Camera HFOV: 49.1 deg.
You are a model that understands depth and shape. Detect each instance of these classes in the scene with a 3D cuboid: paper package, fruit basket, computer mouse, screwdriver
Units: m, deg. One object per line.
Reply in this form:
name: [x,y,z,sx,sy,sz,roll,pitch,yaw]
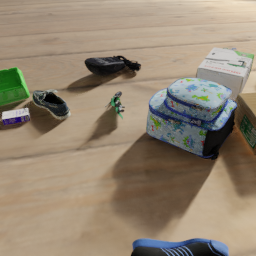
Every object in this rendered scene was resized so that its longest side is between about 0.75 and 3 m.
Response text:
paper package: [4.645,-0.208,8.974,2.021,1.097,2.121,-2,37,-3]
fruit basket: [-5.016,-1.589,10.992,2.052,1.480,2.052,-21,-3,-1]
computer mouse: [-0.831,-2.831,13.029,2.602,0.686,1.802,-13,34,-36]
screwdriver: [-0.600,-1.108,10.731,0.237,0.227,1.631,41,32,3]

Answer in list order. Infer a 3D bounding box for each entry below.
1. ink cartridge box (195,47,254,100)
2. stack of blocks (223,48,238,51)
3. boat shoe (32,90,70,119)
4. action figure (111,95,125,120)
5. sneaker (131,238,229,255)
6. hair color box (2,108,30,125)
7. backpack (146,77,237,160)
ink cartridge box: [4.140,-2.393,11.964,1.877,1.084,2.570,17,40,22]
stack of blocks: [5.140,-3.543,14.070,0.896,0.456,1.555,1,36,1]
boat shoe: [-2.940,-1.035,10.460,0.809,0.668,2.160,-26,43,-31]
action figure: [-0.365,-0.893,10.220,0.396,0.855,1.448,-23,19,3]
sneaker: [1.015,2.653,5.481,1.956,0.686,0.762,-3,39,7]
hair color box: [-3.963,-0.409,9.939,0.887,0.287,0.485,-12,37,-13]
backpack: [1.917,-0.519,8.776,2.516,1.849,2.302,17,36,28]
